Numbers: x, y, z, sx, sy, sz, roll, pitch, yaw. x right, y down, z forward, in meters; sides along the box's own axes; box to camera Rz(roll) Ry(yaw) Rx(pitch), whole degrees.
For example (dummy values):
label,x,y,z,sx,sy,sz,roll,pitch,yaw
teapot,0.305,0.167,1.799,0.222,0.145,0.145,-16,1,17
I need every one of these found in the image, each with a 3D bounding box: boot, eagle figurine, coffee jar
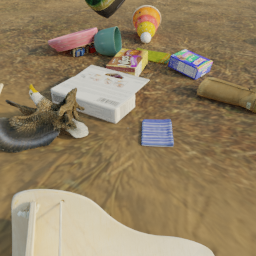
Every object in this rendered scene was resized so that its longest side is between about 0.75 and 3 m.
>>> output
label,x,y,z,sx,sy,sz,roll,pitch,yaw
boot,3.284,-1.198,8.457,1.833,0.606,1.605,24,41,32
eagle figurine,-2.132,-0.289,6.790,2.087,1.575,1.583,-22,-15,19
coffee jar,-0.675,-2.950,5.165,0.952,1.826,0.779,-49,55,2

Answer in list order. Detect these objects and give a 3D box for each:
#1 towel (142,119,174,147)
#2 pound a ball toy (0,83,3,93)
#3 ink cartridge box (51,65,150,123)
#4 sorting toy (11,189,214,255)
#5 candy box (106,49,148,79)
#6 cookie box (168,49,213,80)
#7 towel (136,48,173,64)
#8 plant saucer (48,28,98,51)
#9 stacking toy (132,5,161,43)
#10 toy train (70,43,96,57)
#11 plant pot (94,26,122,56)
label,x,y,z,sx,sy,sz,roll,pitch,yaw
towel,0.732,0.093,6.987,0.778,0.128,1.074,1,35,3
pound a ball toy,-4.355,-1.081,8.296,1.249,0.814,1.916,17,29,-21
ink cartridge box,-0.777,-1.099,8.369,2.264,0.506,1.995,19,40,25
sorting toy,0.056,2.187,2.915,2.675,1.588,2.972,0,33,-13
candy box,0.002,-2.329,10.165,1.068,0.517,1.830,10,34,14
cookie box,2.240,-2.311,10.065,1.199,0.450,1.025,34,46,27
towel,1.151,-2.880,11.252,2.141,0.193,0.921,16,37,22
plant saucer,-2.252,-3.672,11.718,2.101,0.532,2.101,-14,22,6
stacking toy,0.875,-4.700,13.194,1.434,1.434,1.962,1,50,2
toy train,-1.555,-3.355,11.848,1.989,0.339,0.456,-27,54,-34
plant pot,-0.841,-3.484,11.387,0.916,1.141,1.141,-1,34,14
